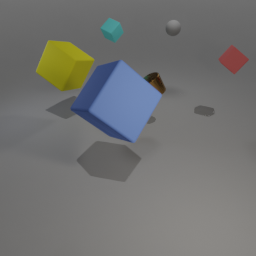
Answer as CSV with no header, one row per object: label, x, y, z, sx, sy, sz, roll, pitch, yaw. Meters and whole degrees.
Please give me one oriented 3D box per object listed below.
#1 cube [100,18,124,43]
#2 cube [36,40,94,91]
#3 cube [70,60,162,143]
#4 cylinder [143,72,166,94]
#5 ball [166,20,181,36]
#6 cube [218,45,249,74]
cube,-0.752,-4.621,13.266,0.700,0.700,0.700,34,81,24
cube,-2.466,-2.462,11.085,1.400,1.400,1.400,36,24,11
cube,-0.321,-0.639,6.950,1.400,1.400,1.400,-59,27,-11
cylinder,0.964,-1.595,10.433,0.700,0.700,0.700,-23,31,15
ball,2.079,-4.589,12.871,0.700,0.700,0.700,0,29,0
cube,3.850,-2.514,10.263,0.700,0.700,0.700,38,25,-7
